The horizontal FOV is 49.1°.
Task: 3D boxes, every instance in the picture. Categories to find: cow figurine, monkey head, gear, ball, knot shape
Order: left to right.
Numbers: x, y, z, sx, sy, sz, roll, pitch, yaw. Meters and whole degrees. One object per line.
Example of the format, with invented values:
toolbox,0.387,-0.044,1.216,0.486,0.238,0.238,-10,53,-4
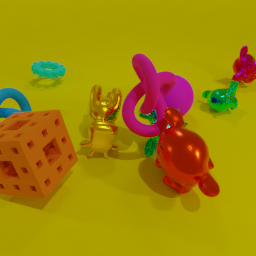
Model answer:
knot shape,-2.763,-0.098,6.262,1.614,0.746,1.510,-23,65,-37
gear,-2.613,-1.935,9.231,1.074,0.199,1.074,9,31,-6
cow figurine,-0.605,-0.153,6.444,0.889,1.594,1.620,8,-1,-11
knot shape,0.497,-0.688,5.701,0.743,1.607,1.504,5,14,26
monkey head,0.749,-0.018,6.361,1.422,0.857,1.023,-36,39,-29
ball,1.121,-0.806,7.291,1.163,1.163,1.163,0,32,0
monkey head,1.161,0.512,5.173,1.308,1.096,1.818,-8,58,-23
monkey head,2.605,-0.899,7.678,0.761,0.909,1.263,8,14,-19
monkey head,3.645,-1.877,9.042,1.021,1.420,0.856,-21,53,-7

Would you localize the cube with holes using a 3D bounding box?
cube with holes,-1.741,0.419,4.914,1.077,1.077,1.077,-2,28,25
